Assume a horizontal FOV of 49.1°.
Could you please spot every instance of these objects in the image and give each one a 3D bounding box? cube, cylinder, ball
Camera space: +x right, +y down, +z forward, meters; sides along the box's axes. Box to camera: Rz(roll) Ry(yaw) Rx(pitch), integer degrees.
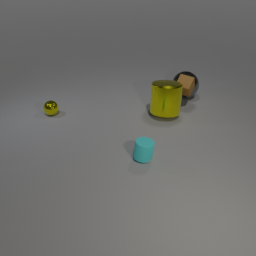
[{"bbox_3d":[2.730,-2.034,13.392,0.700,0.700,0.700,21,71,23],"label":"cube"},{"bbox_3d":[1.730,-1.353,12.750,1.400,1.400,1.400,1,23,-1],"label":"cylinder"},{"bbox_3d":[-3.586,-0.938,13.058,0.700,0.700,0.700,0,31,0],"label":"ball"},{"bbox_3d":[2.973,-2.242,14.557,1.400,1.400,1.400,0,31,0],"label":"ball"},{"bbox_3d":[0.569,0.782,10.095,0.700,0.700,0.700,5,29,-3],"label":"cylinder"}]
